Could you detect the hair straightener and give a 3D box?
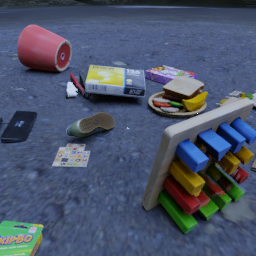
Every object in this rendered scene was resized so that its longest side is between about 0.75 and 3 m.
[{"bbox_3d":[-1.915,-2.048,13.228,1.026,0.546,2.667,-13,32,-22],"label":"hair straightener"}]

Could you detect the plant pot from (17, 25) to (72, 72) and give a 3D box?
[{"bbox_3d":[-4.477,-4.251,15.540,2.173,2.455,2.455,20,34,13],"label":"plant pot"}]

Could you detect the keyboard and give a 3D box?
[{"bbox_3d":[-4.150,-0.094,10.127,1.366,0.221,2.149,4,28,-7],"label":"keyboard"}]

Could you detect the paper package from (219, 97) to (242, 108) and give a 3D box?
[{"bbox_3d":[3.505,-0.324,9.518,0.619,1.197,1.141,23,37,34],"label":"paper package"}]

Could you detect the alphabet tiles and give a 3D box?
[{"bbox_3d":[-1.695,0.826,8.654,1.006,0.045,1.203,1,30,1],"label":"alphabet tiles"}]

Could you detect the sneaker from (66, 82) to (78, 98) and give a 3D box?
[{"bbox_3d":[-2.578,-1.717,12.869,0.545,0.466,1.252,5,35,-14],"label":"sneaker"}]

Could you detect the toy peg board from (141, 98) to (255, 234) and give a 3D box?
[{"bbox_3d":[1.848,0.941,6.220,2.531,2.521,1.238,-19,50,-30],"label":"toy peg board"}]

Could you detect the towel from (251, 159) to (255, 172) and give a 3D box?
[{"bbox_3d":[4.587,1.138,7.986,1.783,0.193,1.308,17,34,30],"label":"towel"}]

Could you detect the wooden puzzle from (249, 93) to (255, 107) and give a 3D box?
[{"bbox_3d":[6.367,-1.158,11.624,2.323,0.581,2.508,-22,36,-33],"label":"wooden puzzle"}]

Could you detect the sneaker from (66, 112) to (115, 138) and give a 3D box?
[{"bbox_3d":[-1.314,-0.079,9.610,0.861,0.643,1.919,-21,-2,32],"label":"sneaker"}]

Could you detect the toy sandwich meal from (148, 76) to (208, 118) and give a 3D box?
[{"bbox_3d":[2.105,-1.319,11.571,2.632,0.902,2.632,0,29,0],"label":"toy sandwich meal"}]

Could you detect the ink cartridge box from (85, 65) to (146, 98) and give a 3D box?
[{"bbox_3d":[-0.513,-2.240,12.353,2.478,0.589,2.507,4,38,-4],"label":"ink cartridge box"}]

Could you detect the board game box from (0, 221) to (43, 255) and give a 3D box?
[{"bbox_3d":[-2.400,2.621,5.253,0.967,0.303,2.024,4,32,6],"label":"board game box"}]

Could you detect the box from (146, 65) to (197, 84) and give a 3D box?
[{"bbox_3d":[2.226,-2.694,14.478,2.202,0.431,1.507,26,38,38],"label":"box"}]

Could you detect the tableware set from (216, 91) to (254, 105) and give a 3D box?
[{"bbox_3d":[4.521,-1.124,11.739,1.493,0.229,1.005,-31,32,-28],"label":"tableware set"}]
